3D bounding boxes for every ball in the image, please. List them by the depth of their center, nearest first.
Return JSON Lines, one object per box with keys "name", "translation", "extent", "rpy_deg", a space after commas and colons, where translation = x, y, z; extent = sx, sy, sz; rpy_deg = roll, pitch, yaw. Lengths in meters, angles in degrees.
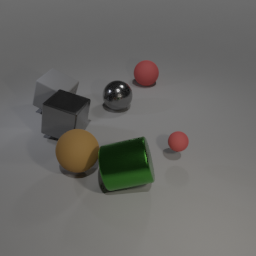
{"name": "ball", "translation": [-1.622, 0.731, 9.044], "extent": [1.400, 1.400, 1.400], "rpy_deg": [0, 31, 0]}
{"name": "ball", "translation": [1.715, 0.459, 9.551], "extent": [0.700, 0.700, 0.700], "rpy_deg": [0, 31, 0]}
{"name": "ball", "translation": [-0.487, -1.516, 13.081], "extent": [1.400, 1.400, 1.400], "rpy_deg": [0, 31, 0]}
{"name": "ball", "translation": [1.017, -3.059, 15.605], "extent": [1.400, 1.400, 1.400], "rpy_deg": [0, 31, 0]}

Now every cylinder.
{"name": "cylinder", "translation": [-0.021, 1.073, 8.426], "extent": [1.400, 1.400, 1.400], "rpy_deg": [-13, 30, 8]}

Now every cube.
{"name": "cube", "translation": [-2.454, -0.480, 11.109], "extent": [1.400, 1.400, 1.400], "rpy_deg": [19, 34, 6]}
{"name": "cube", "translation": [-3.266, -1.590, 12.706], "extent": [1.400, 1.400, 1.400], "rpy_deg": [27, 39, 1]}
